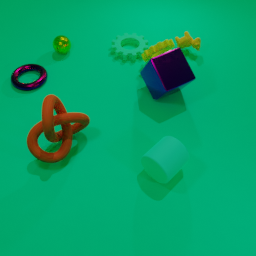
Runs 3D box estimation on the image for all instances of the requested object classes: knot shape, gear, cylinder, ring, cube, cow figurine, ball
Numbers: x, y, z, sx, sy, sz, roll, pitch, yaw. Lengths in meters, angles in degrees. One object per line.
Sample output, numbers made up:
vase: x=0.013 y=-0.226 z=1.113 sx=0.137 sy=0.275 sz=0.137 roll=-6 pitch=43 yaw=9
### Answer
knot shape: x=-1.879 y=-0.006 z=7.987 sx=0.870 sy=1.883 sz=1.762 roll=26 pitch=23 yaw=33
gear: x=0.076 y=-3.286 z=11.283 sx=1.478 sy=0.273 sz=1.478 roll=0 pitch=53 yaw=0
gear: x=1.108 y=-2.850 z=10.336 sx=1.242 sy=1.242 sz=0.230 roll=-24 pitch=89 yaw=-17
cylinder: x=1.015 y=0.864 z=7.663 sx=0.959 sy=0.959 sz=0.959 roll=38 pitch=61 yaw=25
ring: x=-3.603 y=-1.870 z=10.211 sx=1.318 sy=0.264 sz=1.318 roll=0 pitch=53 yaw=0
cube: x=1.288 y=-1.750 z=9.294 sx=1.167 sy=1.167 sz=1.167 roll=-26 pitch=87 yaw=-18
cow figurine: x=2.381 y=-3.321 z=11.015 sx=0.918 sy=0.504 sz=0.903 roll=-25 pitch=71 yaw=14
ball: x=-2.594 y=-3.272 z=11.002 sx=0.720 sy=0.720 sz=0.720 roll=0 pitch=53 yaw=0
